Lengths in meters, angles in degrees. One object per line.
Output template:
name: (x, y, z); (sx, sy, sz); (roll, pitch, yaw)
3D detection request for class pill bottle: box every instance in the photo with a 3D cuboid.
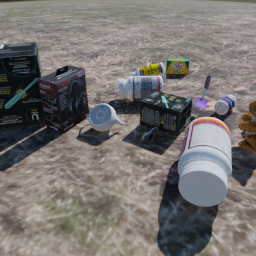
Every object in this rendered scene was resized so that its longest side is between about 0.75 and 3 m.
pill bottle: (4.362, -1.058, 12.471); (0.637, 0.637, 1.100); (24, 39, 34)
pill bottle: (1.069, -2.802, 14.787); (1.726, 0.943, 0.943); (-14, 31, 5)
pill bottle: (2.318, 0.920, 8.420); (1.507, 1.507, 2.750); (9, 33, 14)
pill bottle: (0.579, -1.879, 13.292); (2.042, 1.183, 1.183); (-1, 32, 0)

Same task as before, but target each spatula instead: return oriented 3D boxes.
spatula: (3.353, -1.578, 12.242); (0.547, 0.199, 1.935); (23, 66, 1)

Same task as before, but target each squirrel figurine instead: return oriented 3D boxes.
squirrel figurine: (4.966, -0.148, 9.856); (1.943, 1.814, 1.375); (19, 37, 28)

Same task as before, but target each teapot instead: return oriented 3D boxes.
teapot: (-0.966, -0.335, 11.126); (1.177, 0.871, 1.193); (-36, 61, 0)

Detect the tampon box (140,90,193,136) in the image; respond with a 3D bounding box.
tampon box: (1.523, -0.643, 11.339); (1.743, 1.100, 1.306); (19, 36, 27)

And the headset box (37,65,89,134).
headset box: (-2.500, -1.277, 11.143); (0.922, 2.387, 1.776); (17, 35, 26)

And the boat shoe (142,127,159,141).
boat shoe: (0.899, 0.256, 10.672); (0.291, 0.323, 0.897); (38, 42, 27)

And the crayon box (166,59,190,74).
crayon box: (2.905, -3.625, 16.491); (1.323, 0.786, 0.385); (1, 32, 4)

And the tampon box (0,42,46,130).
tampon box: (-4.540, -1.720, 11.339); (2.191, 2.924, 1.846); (-8, 32, -12)
